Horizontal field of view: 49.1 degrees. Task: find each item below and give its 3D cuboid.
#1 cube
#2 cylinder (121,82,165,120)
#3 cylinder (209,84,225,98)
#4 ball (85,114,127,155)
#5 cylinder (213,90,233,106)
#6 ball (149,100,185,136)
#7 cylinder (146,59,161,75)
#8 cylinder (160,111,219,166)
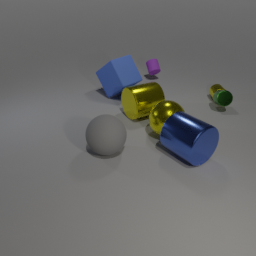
[{"bbox_3d":[-0.436,-2.542,13.747,1.400,1.400,1.400,-30,4,-41],"label":"cube"},{"bbox_3d":[0.633,-1.175,11.974,1.400,1.400,1.400,-15,33,-25],"label":"cylinder"},{"bbox_3d":[4.394,-1.704,13.637,0.700,0.700,0.700,-1,29,-2],"label":"cylinder"},{"bbox_3d":[-0.742,0.232,9.532,1.400,1.400,1.400,0,30,0],"label":"ball"},{"bbox_3d":[4.240,-1.344,12.545,0.700,0.700,0.700,1,10,2],"label":"cylinder"},{"bbox_3d":[1.480,-0.346,10.534,1.400,1.400,1.400,0,30,0],"label":"ball"},{"bbox_3d":[1.445,-3.501,16.062,0.700,0.700,0.700,-14,-13,-3],"label":"cylinder"},{"bbox_3d":[2.033,0.331,9.323,1.400,1.400,1.400,-20,35,-32],"label":"cylinder"}]
